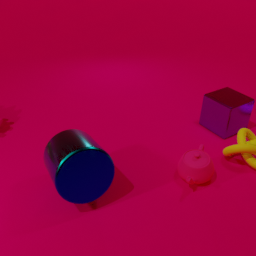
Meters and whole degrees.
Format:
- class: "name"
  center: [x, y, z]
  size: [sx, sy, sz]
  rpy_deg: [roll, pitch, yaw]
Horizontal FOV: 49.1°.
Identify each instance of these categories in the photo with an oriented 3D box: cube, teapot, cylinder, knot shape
- class: "cube"
  center: [3.041, -0.497, 8.716]
  size: [1.084, 1.084, 1.084]
  rpy_deg: [-19, 38, -27]
- class: "teapot"
  center: [1.641, 0.913, 6.808]
  size: [0.891, 0.701, 1.432]
  rpy_deg: [12, 42, 22]
- class: "cylinder"
  center: [-1.119, 0.811, 6.245]
  size: [1.286, 1.286, 1.286]
  rpy_deg: [-15, 23, -22]
- class: "knot shape"
  center: [3.308, 0.497, 7.499]
  size: [1.398, 0.646, 1.308]
  rpy_deg: [9, 30, 18]
